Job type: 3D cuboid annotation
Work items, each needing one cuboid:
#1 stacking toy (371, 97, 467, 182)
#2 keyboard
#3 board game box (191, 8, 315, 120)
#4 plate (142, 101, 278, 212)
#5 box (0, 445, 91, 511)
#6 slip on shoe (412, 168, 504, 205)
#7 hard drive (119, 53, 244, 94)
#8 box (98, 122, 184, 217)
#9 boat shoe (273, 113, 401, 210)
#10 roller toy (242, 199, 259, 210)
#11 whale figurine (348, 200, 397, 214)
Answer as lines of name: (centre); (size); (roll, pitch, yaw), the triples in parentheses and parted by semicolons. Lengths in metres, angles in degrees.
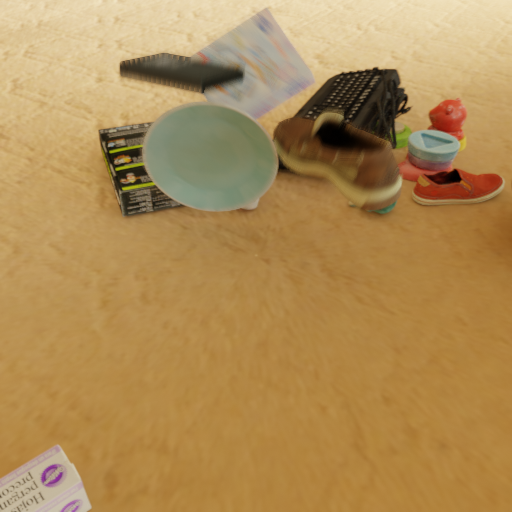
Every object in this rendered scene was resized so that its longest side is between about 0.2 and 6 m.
stacking toy: (3.131, -2.463, 11.121); (2.016, 0.940, 2.227); (15, 41, 18)
keyboard: (1.973, -3.302, 11.880); (2.575, 0.980, 4.948); (7, 39, 24)
board game box: (-0.153, -3.384, 10.259); (1.836, 0.379, 1.840); (-30, 64, 7)
plate: (-0.707, -1.538, 8.738); (2.095, 2.095, 0.268); (2, 48, 2)
box: (-2.871, 2.758, 4.933); (2.779, 0.576, 0.538); (-27, 47, -31)
slip on shoe: (3.649, -1.287, 9.991); (1.742, 0.533, 0.645); (-6, 38, -10)
hard drive: (-0.905, -2.261, 6.875); (1.274, 0.209, 0.889); (19, 34, 27)
box: (-1.496, -1.839, 10.629); (2.607, 0.619, 2.518); (-13, 43, -17)
boat shoe: (1.088, -1.636, 7.976); (0.956, 0.957, 2.587); (-32, 42, -18)
roller toy: (-0.157, -1.045, 9.786); (0.433, 0.332, 0.475); (25, 32, 18)
whale figurine: (2.049, -0.953, 9.750); (0.833, 0.432, 0.663); (-4, 42, 34)
